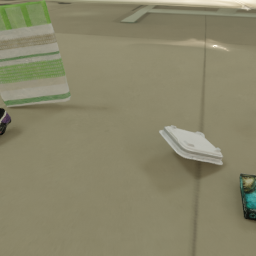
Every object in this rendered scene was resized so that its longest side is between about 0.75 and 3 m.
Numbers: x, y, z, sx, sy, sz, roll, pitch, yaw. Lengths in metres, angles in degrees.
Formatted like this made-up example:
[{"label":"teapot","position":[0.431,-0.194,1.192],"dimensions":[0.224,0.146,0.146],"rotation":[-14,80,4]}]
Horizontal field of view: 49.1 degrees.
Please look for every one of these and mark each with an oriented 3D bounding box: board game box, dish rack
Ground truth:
[{"label":"board game box","position":[3.084,1.430,5.434],"dimensions":[1.667,0.235,1.127],"rotation":[8,32,11]},{"label":"dish rack","position":[1.521,0.346,6.561],"dimensions":[1.389,0.302,1.192],"rotation":[12,25,-29]}]

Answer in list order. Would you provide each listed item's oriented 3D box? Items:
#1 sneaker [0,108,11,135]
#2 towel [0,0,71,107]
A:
[{"label":"sneaker","position":[-3.543,0.104,7.477],"dimensions":[0.466,0.538,1.229],"rotation":[16,60,23]},{"label":"towel","position":[-3.052,-2.080,8.304],"dimensions":[2.214,2.968,0.456],"rotation":[-6,32,3]}]
